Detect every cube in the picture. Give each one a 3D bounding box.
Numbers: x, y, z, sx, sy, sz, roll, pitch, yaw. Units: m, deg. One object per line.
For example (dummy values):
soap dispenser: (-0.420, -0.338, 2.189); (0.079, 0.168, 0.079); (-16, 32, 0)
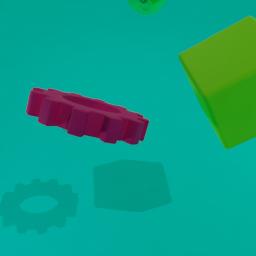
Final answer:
cube: (1.754, -0.705, 4.458); (1.282, 1.282, 1.282); (-27, 40, 13)

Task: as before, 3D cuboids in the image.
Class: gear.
gear: (-0.568, -0.205, 4.146); (1.727, 0.319, 1.727); (16, 10, -3)

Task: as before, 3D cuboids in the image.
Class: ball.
ball: (0.372, -2.660, 5.484); (0.848, 0.848, 0.848); (0, 45, 0)
